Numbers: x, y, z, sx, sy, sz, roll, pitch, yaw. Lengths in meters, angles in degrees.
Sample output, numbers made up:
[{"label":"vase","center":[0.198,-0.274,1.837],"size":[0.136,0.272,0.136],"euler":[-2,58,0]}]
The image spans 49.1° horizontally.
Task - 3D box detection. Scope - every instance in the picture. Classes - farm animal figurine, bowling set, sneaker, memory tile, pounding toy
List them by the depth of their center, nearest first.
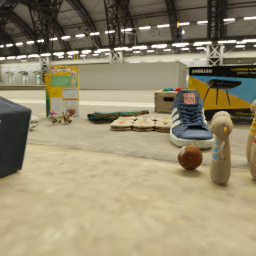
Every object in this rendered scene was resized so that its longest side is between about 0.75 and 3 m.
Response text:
[{"label":"bowling set","center":[1.551,0.168,4.320],"size":[1.549,1.195,2.225],"euler":[3,10,13]},{"label":"sneaker","center":[1.550,-0.356,7.122],"size":[0.993,1.120,2.650],"euler":[2,19,0]},{"label":"memory tile","center":[0.895,-0.167,9.247],"size":[2.796,0.235,2.143],"euler":[2,10,7]},{"label":"farm animal figurine","center":[-2.296,-0.339,9.682],"size":[0.930,0.468,0.751],"euler":[-8,-12,-29]},{"label":"pounding toy","center":[2.748,-1.524,14.156],"size":[2.158,1.124,2.456],"euler":[4,14,25]}]

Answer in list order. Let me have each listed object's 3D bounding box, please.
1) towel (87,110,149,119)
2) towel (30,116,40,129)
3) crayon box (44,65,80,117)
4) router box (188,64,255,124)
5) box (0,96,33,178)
[{"label":"towel","center":[-0.423,-0.536,10.792],"size":[2.102,0.228,1.541],"euler":[-4,0,-19]},{"label":"towel","center":[-4.186,-0.057,7.899],"size":[1.925,0.501,2.905],"euler":[7,11,30]},{"label":"crayon box","center":[-2.721,-1.512,11.628],"size":[1.315,2.092,0.539],"euler":[-6,11,-37]},{"label":"router box","center":[3.617,-1.298,10.487],"size":[2.747,2.049,0.701],"euler":[7,11,38]},{"label":"box","center":[-2.716,0.091,3.865],"size":[1.557,1.123,2.098],"euler":[22,18,22]}]
